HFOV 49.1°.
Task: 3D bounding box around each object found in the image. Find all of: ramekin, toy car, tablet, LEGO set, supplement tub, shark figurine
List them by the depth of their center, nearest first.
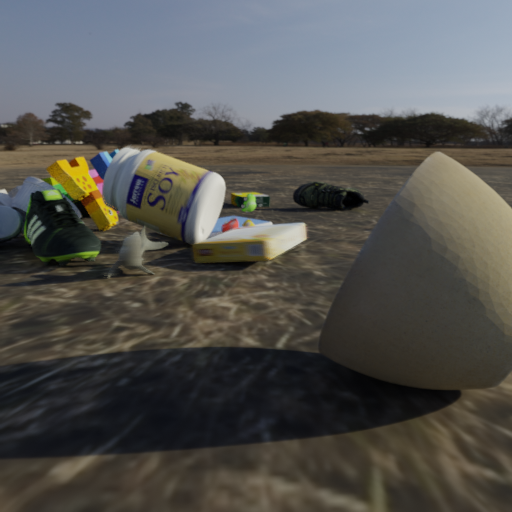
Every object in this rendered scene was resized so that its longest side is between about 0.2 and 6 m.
[{"bbox_3d":[-1.630,0.058,7.936,0.553,0.791,1.325,29,3,-2],"label":"shark figurine"},{"bbox_3d":[-1.646,-1.099,10.067,1.869,1.359,1.359,20,15,8],"label":"supplement tub"},{"bbox_3d":[-3.998,-0.852,10.574,1.216,0.638,1.216,28,-21,12],"label":"ramekin"},{"bbox_3d":[-0.203,-0.778,10.821,0.201,0.849,0.902,32,18,38],"label":"toy car"},{"bbox_3d":[-0.844,-0.574,11.521,2.080,0.142,1.353,-12,17,-40],"label":"tablet"},{"bbox_3d":[-3.670,-1.210,12.212,1.484,1.596,3.890,-29,5,23],"label":"LEGO set"}]

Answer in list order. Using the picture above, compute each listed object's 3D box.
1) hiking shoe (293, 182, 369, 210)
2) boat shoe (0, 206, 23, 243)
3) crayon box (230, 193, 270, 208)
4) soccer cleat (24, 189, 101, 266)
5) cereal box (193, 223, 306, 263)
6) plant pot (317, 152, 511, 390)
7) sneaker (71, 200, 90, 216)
[{"bbox_3d":[2.051,-1.654,15.439,2.030,0.769,1.022,0,8,-6],"label":"hiking shoe"},{"bbox_3d":[-5.273,-0.428,9.670,2.360,0.810,0.668,-4,-10,-16],"label":"boat shoe"},{"bbox_3d":[-0.212,-1.653,16.517,0.857,0.343,1.350,-4,13,-18],"label":"crayon box"},{"bbox_3d":[-3.200,-0.497,8.913,0.880,1.057,2.607,-8,15,-34],"label":"soccer cleat"},{"bbox_3d":[-0.054,-0.226,9.095,1.265,0.348,1.759,-2,10,25],"label":"cereal box"},{"bbox_3d":[1.420,0.298,4.123,1.180,1.758,1.758,33,23,19],"label":"plant pot"},{"bbox_3d":[-4.770,-1.263,13.701,0.994,0.911,2.334,-1,0,34],"label":"sneaker"}]
